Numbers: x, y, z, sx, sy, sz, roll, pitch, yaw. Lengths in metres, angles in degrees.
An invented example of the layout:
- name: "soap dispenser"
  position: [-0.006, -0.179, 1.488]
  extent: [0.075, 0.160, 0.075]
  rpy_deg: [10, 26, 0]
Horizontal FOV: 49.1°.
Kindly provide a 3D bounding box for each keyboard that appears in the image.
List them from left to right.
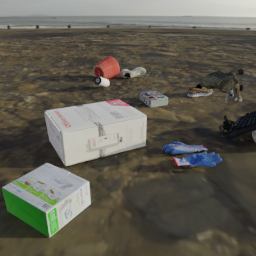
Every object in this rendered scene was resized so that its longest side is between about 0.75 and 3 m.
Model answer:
- name: "keyboard"
  position: [2.945, -0.253, 7.212]
  extent: [1.334, 0.508, 2.563]
  rpy_deg: [-26, -3, 28]

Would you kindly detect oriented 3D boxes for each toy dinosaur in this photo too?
- name: "toy dinosaur"
  position: [2.784, -1.441, 8.492]
  extent: [1.095, 0.824, 2.141]
  rpy_deg: [-7, 24, -26]

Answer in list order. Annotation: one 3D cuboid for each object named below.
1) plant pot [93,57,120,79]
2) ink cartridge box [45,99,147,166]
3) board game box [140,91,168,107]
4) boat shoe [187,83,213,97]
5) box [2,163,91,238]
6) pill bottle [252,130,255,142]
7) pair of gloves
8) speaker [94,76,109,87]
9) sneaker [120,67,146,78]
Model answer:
- name: "plant pot"
  position: [-1.134, -2.904, 13.983]
  extent: [1.094, 1.094, 0.968]
  rpy_deg: [18, 40, 35]
- name: "ink cartridge box"
  position: [-0.869, 0.007, 7.388]
  extent: [2.242, 0.928, 1.643]
  rpy_deg: [-12, 27, -25]
- name: "board game box"
  position: [0.980, -1.126, 10.730]
  extent: [0.724, 0.316, 0.982]
  rpy_deg: [-9, 25, -21]
- name: "boat shoe"
  position: [3.028, -1.586, 11.569]
  extent: [1.278, 0.462, 0.462]
  rpy_deg: [-15, 28, -30]
- name: "box"
  position: [-1.456, 1.224, 5.096]
  extent: [1.174, 0.568, 1.036]
  rpy_deg: [15, 28, 30]
- name: "pill bottle"
  position: [4.080, -0.019, 7.611]
  extent: [1.471, 0.815, 0.815]
  rpy_deg: [-19, 30, -37]
- name: "pair of gloves"
  position: [1.512, 0.606, 6.832]
  extent: [1.171, 0.166, 1.457]
  rpy_deg: [-2, 18, -11]
- name: "speaker"
  position: [-1.141, -2.025, 12.308]
  extent: [0.369, 0.369, 0.910]
  rpy_deg: [9, 4, 18]
- name: "sneaker"
  position: [0.286, -2.726, 14.244]
  extent: [1.310, 0.496, 0.603]
  rpy_deg: [-9, 32, -2]
